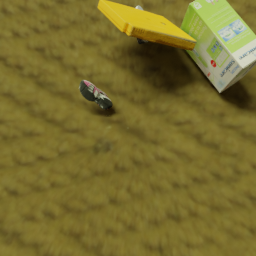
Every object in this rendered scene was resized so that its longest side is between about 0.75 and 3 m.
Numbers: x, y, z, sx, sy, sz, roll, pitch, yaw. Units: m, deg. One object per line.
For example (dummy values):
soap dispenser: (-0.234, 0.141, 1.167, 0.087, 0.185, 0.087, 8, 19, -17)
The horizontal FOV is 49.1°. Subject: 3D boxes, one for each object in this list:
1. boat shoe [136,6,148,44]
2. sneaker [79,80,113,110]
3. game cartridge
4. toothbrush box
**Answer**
boat shoe: (0.301, -2.696, 7.386, 0.347, 0.366, 1.047, -20, 78, 38)
sneaker: (-0.808, -0.820, 6.768, 0.384, 0.413, 0.956, -41, 123, 11)
game cartridge: (0.416, -2.348, 6.398, 1.852, 0.300, 1.632, 0, 38, -31)
toothbrush box: (2.114, -1.979, 6.585, 0.801, 1.356, 1.862, -34, 80, -11)
